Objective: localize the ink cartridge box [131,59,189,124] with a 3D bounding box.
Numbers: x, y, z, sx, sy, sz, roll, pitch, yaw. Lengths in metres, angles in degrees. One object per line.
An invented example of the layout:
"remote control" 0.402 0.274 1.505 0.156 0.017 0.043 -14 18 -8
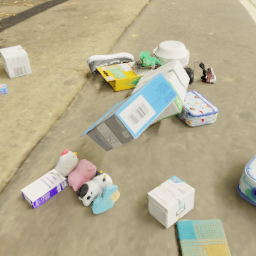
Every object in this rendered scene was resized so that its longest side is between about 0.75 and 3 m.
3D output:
"ink cartridge box" 1.281 -1.475 11.669 2.056 1.165 2.805 -22 26 33

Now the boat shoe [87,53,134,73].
"boat shoe" -0.812 -3.403 15.153 2.792 1.002 0.947 -11 70 -34

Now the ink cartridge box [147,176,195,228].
"ink cartridge box" 1.221 2.082 7.996 1.091 0.797 0.800 -26 38 -29

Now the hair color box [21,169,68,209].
"hair color box" -2.570 1.863 8.677 0.666 0.395 1.219 29 48 33

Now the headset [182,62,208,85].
"headset" 2.767 -2.466 13.859 2.525 1.187 1.559 -33 27 -9

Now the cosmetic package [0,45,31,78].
"cosmetic package" -6.074 -3.594 15.128 1.164 1.165 1.412 -21 42 -25

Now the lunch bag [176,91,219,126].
"lunch bag" 2.828 -0.903 12.009 1.579 0.744 1.970 -12 40 -18

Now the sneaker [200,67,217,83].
"sneaker" 4.120 -2.772 14.651 0.729 0.477 1.261 -3 38 1

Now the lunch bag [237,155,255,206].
"lunch bag" 4.874 1.776 8.126 2.871 1.184 2.308 30 45 33

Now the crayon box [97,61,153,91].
"crayon box" -0.113 -2.665 14.281 2.615 0.674 1.644 -13 39 -20

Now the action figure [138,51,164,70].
"action figure" 1.056 -3.429 14.414 1.532 0.709 2.593 28 19 4

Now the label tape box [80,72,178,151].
"label tape box" -0.064 -0.284 7.811 0.817 2.581 1.861 50 61 -7

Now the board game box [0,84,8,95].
"board game box" -6.238 -1.876 13.713 0.588 0.174 0.774 -15 40 -19

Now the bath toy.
"bath toy" -1.354 1.470 8.730 1.103 0.937 2.536 -23 42 -37

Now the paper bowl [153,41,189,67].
"paper bowl" 2.486 -4.297 16.136 2.078 1.081 2.078 -1 38 1

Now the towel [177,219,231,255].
"towel" 1.979 3.140 7.201 1.261 0.187 1.720 0 39 0
